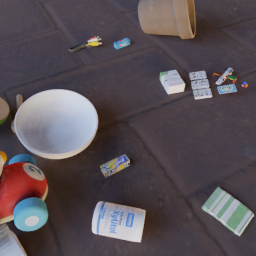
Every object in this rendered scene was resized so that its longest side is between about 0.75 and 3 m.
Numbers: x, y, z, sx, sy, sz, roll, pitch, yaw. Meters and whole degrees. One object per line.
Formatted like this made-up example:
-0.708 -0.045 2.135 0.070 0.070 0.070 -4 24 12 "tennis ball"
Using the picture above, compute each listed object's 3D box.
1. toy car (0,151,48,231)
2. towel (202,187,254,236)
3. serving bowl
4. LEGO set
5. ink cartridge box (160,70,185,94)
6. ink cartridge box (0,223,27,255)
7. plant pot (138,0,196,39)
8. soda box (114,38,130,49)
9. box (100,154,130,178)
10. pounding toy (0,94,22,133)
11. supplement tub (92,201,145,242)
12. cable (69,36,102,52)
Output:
-3.432 1.114 7.019 2.318 2.620 2.415 -19 36 -16 "toy car"
2.839 2.345 7.948 1.208 0.141 0.921 35 57 28 "towel"
-2.343 -0.038 9.421 2.655 0.873 2.655 5 54 -6 "serving bowl"
3.703 -1.802 11.514 2.131 0.523 1.592 -8 48 8 "LEGO set"
1.801 -1.887 11.462 0.721 0.416 0.987 -11 50 -10 "ink cartridge box"
-3.293 3.201 6.923 1.258 0.528 1.105 -31 56 -24 "ink cartridge box"
1.871 -5.593 13.536 2.423 2.778 2.778 -3 46 23 "plant pot"
-0.287 -4.065 13.479 0.767 0.260 0.246 -27 54 -21 "soda box"
-0.397 1.189 8.851 0.907 0.292 0.318 -24 53 -20 "box"
-5.050 -0.253 9.717 2.849 1.322 2.199 3 34 -34 "pounding toy"
-0.234 2.455 7.372 1.284 0.847 0.847 8 49 8 "supplement tub"
-2.082 -4.064 13.381 1.613 0.406 0.783 -13 50 -11 "cable"
